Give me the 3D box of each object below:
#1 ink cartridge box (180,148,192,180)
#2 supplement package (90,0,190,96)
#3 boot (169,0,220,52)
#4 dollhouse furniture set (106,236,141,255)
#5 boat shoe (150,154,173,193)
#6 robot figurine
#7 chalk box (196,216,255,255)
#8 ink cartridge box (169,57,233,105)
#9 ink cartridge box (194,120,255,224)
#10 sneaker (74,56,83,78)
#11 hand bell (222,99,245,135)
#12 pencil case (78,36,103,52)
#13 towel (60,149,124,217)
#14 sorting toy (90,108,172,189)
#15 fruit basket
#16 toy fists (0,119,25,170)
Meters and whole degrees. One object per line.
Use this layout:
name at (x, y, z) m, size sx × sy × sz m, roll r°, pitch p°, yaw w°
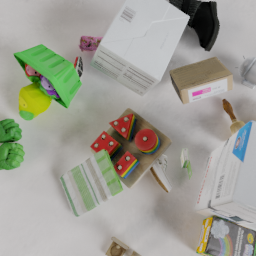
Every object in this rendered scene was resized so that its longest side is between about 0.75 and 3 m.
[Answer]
ink cartridge box at (1.881, 1.181, 9.083) m, size 0.210 × 0.638 × 0.877 m, roll -3°, pitch 61°, yaw 2°
supplement package at (0.407, -3.102, 10.013) m, size 2.296 × 1.635 × 2.949 m, roll 29°, pitch 69°, yaw -10°
boot at (2.470, -4.199, 11.121) m, size 1.977 × 0.995 × 2.644 m, roll 9°, pitch 57°, yaw -4°
dollhouse furniture set at (-0.212, 4.009, 7.675) m, size 1.375 × 1.178 × 1.446 m, roll 30°, pitch 71°, yaw 12°
boat shoe at (0.992, 1.106, 9.129) m, size 0.694 × 0.709 × 2.002 m, roll -26°, pitch 69°, yaw -10°
robot figurine at (4.754, -2.072, 10.365) m, size 1.483 × 0.837 × 1.258 m, roll 36°, pitch 98°, yaw 14°
chalk box at (3.002, 3.359, 8.022) m, size 1.711 × 1.059 × 1.064 m, roll 19°, pitch 67°, yaw 7°
ink cartridge box at (2.507, -1.684, 9.771) m, size 1.781 × 0.669 × 1.468 m, roll -16°, pitch 39°, yaw 4°
ink cartridge box at (3.063, 1.410, 7.790) m, size 1.256 × 2.926 × 2.143 m, roll 20°, pitch 69°, yaw 5°
sneaker at (-2.135, -2.071, 10.517) m, size 0.665 × 0.603 × 1.566 m, roll 10°, pitch 68°, yaw 9°
hand bell at (3.683, -0.333, 9.829) m, size 0.901 × 0.901 × 1.731 m, roll -11°, pitch 55°, yaw -4°
pencil case at (-1.138, -3.277, 10.987) m, size 1.533 × 0.663 × 0.634 m, roll 4°, pitch 100°, yaw 2°
towel at (-1.146, 1.715, 8.637) m, size 1.930 × 0.296 × 1.439 m, roll -33°, pitch 71°, yaw 20°
sorting toy at (-0.024, 0.500, 8.914) m, size 2.006 × 0.698 × 1.994 m, roll 39°, pitch 85°, yaw 30°
fruit basket at (-3.056, -1.435, 9.611) m, size 2.462 × 1.775 × 2.462 m, roll -5°, pitch 57°, yaw 8°
toy fists at (-4.030, 0.519, 9.423) m, size 0.929 × 0.627 × 1.823 m, roll -14°, pitch 67°, yaw -6°
